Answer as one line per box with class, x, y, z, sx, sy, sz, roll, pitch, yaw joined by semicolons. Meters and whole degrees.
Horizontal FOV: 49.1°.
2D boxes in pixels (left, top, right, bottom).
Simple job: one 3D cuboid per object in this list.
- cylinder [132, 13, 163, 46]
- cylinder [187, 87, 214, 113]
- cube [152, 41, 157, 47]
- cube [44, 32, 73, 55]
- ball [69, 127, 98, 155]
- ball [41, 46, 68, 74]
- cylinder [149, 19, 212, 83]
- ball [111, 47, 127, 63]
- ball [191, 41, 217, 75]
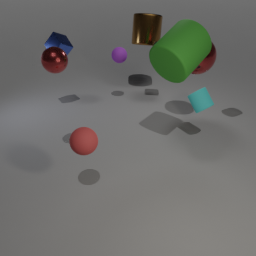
cylinder;0.915;-4.750;13.590;1.400;1.400;1.400;4;17;-1
cylinder;2.575;-0.980;9.923;0.700;0.700;0.700;-27;-2;-1
cube;1.406;-3.382;12.603;0.700;0.700;0.700;10;47;-2
cube;-2.779;-3.306;11.262;0.700;0.700;0.700;-5;58;-57
ball;-1.085;0.323;6.891;0.700;0.700;0.700;0;29;0
ball;-1.943;-1.797;7.417;0.700;0.700;0.700;0;29;0
cylinder;1.606;-2.355;8.636;1.400;1.400;1.400;26;65;39
ball;-0.386;-3.248;12.484;0.700;0.700;0.700;0;29;0
ball;2.603;-2.726;10.543;1.400;1.400;1.400;0;29;0
